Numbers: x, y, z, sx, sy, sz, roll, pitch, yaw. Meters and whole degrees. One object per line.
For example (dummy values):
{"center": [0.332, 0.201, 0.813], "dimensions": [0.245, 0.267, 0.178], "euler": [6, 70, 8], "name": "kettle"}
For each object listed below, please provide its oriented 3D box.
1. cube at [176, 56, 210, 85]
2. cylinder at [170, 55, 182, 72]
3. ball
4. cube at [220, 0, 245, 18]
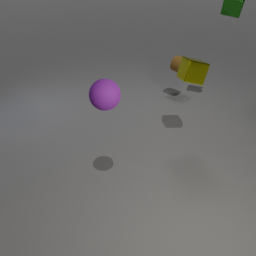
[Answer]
{"center": [2.094, -1.860, 9.075], "dimensions": [0.700, 0.700, 0.700], "euler": [8, 23, -16], "name": "cube"}
{"center": [2.382, -2.830, 12.635], "dimensions": [0.700, 0.700, 0.700], "euler": [33, 44, 31], "name": "cylinder"}
{"center": [-0.509, -0.730, 6.149], "dimensions": [0.700, 0.700, 0.700], "euler": [0, 31, 0], "name": "ball"}
{"center": [3.906, -4.619, 10.326], "dimensions": [0.700, 0.700, 0.700], "euler": [19, 61, 14], "name": "cube"}
